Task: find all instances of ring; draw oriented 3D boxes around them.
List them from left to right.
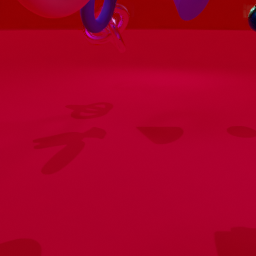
[{"bbox_3d":[-0.571,-2.634,5.740,0.271,1.357,1.357,21,26,12],"label":"ring"}]

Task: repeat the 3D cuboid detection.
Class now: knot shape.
[{"bbox_3d":[-0.999,-1.989,2.878,0.916,1.983,1.855,-13,-23,35],"label":"knot shape"},{"bbox_3d":[-0.560,-2.999,8.674,1.656,1.549,0.765,-8,39,46],"label":"knot shape"}]

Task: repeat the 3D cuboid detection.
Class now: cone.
[{"bbox_3d":[1.324,-3.475,7.025,1.100,1.100,1.104,-17,53,-38],"label":"cone"}]

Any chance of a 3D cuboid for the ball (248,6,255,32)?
[{"bbox_3d":[3.354,-2.730,6.937,0.712,0.712,0.712,0,21,0],"label":"ball"}]
